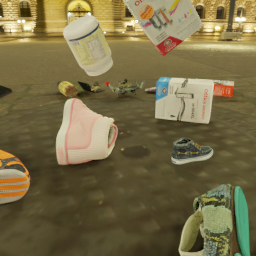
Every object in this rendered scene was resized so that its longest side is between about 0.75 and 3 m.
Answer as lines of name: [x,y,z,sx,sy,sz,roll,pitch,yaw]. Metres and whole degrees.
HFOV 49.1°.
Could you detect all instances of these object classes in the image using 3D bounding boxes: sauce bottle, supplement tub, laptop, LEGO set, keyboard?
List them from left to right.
keyboard: [-6.380,-1.517,12.004,1.732,0.281,2.725,20,22,-1]
sauce bottle: [-2.819,-1.797,12.692,0.602,0.602,1.825,-12,22,-28]
supplement tub: [-0.985,-2.094,7.231,0.932,1.286,0.932,-14,43,13]
laptop: [-1.734,-1.977,13.219,0.869,0.506,0.980,20,29,41]
LEGO set: [-0.435,-1.735,12.573,2.438,0.691,1.583,5,22,30]

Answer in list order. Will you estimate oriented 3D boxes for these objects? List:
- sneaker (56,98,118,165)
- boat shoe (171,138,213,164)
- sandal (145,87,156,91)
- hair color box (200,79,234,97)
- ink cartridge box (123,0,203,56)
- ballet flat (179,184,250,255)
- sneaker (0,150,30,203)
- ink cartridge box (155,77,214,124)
sneaker: [-0.998,-0.002,7.403,1.429,1.029,2.734,-5,29,-2]
boat shoe: [1.605,0.497,6.807,1.192,0.541,0.422,-10,24,-25]
sandal: [1.287,-1.791,13.161,0.962,0.236,0.391,-7,3,18]
hair color box: [3.914,-1.862,12.857,1.752,0.560,0.972,6,23,19]
ink cartridge box: [0.854,-3.384,7.796,1.423,1.958,1.416,-36,40,13]
ballet flat: [1.071,1.721,3.453,1.041,1.041,2.803,7,20,17]
sneaker: [-3.089,0.944,5.354,2.233,0.866,1.251,6,13,-26]
ink cartridge box: [1.896,-0.953,9.455,1.807,1.319,0.762,6,22,17]
